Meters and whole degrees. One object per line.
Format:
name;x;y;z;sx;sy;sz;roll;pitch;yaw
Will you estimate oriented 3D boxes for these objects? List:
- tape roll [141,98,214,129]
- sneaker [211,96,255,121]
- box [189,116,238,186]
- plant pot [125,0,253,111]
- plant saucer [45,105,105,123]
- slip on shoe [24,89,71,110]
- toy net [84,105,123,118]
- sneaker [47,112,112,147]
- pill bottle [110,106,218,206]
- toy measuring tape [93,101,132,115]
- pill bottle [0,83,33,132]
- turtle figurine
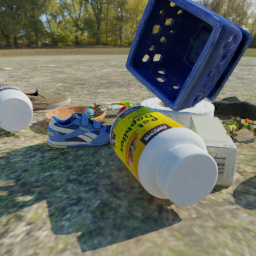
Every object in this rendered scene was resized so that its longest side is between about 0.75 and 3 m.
tape roll;1.815;-0.456;10.646;2.764;0.967;2.764;1;19;0
sneaker;4.835;-0.901;12.113;1.296;0.865;2.262;-25;25;-39
box;2.219;0.502;7.702;0.879;1.057;2.572;3;20;7
plant pot;1.945;-2.398;8.756;2.495;2.775;2.775;-8;44;-40
plant saucer;-2.122;-0.428;11.377;2.415;0.452;2.415;-1;18;0
slip on shoe;-4.267;-1.441;13.648;2.979;0.903;1.133;-9;21;-25
toy net;-1.015;-0.748;11.732;1.663;0.321;0.872;-4;18;7
sneaker;-1.397;0.022;9.160;2.475;1.018;0.915;-4;17;-15
pill bottle;0.720;0.550;6.602;1.620;1.620;2.965;-7;20;-20
toy measuring tape;-0.646;-0.850;12.320;1.777;0.654;0.654;-4;19;-21
pill bottle;-4.572;-0.812;10.814;1.531;1.531;2.642;-10;21;-28
turtle figurine;3.748;-0.029;9.757;1.787;0.714;2.216;-13;23;-35
